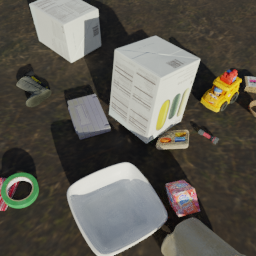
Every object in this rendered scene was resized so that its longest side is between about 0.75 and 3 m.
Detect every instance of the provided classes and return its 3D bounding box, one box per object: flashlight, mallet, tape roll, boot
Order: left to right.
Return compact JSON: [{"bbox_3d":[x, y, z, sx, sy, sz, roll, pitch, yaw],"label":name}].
[{"bbox_3d":[-3.708,2.140,9.642,1.200,0.288,1.200,6,55,-8],"label":"tape roll"},{"bbox_3d":[-4.501,-1.702,12.747,1.603,0.581,1.457,33,43,16],"label":"boot"},{"bbox_3d":[-4.391,-2.191,13.363,0.524,0.327,1.590,-37,63,-26],"label":"mallet"},{"bbox_3d":[3.220,0.332,11.263,0.847,0.287,0.288,33,56,23],"label":"flashlight"}]

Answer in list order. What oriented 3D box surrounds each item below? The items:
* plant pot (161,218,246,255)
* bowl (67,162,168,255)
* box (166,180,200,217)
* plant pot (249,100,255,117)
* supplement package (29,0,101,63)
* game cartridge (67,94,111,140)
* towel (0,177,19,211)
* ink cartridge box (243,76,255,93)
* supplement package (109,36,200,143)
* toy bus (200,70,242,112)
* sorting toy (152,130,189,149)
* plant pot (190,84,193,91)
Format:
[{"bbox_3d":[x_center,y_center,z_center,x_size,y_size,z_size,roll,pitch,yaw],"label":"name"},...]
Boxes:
[{"bbox_3d":[2.034,3.647,7.586,2.152,2.152,1.970,-26,44,-20],"label":"plant pot"},{"bbox_3d":[-0.407,2.566,8.844,2.595,0.970,2.599,-20,55,-25],"label":"bowl"},{"bbox_3d":[1.686,2.173,8.859,0.680,1.436,0.737,-14,89,-2],"label":"box"},{"bbox_3d":[5.632,-0.747,12.063,0.902,0.416,0.902,0,51,0],"label":"plant pot"},{"bbox_3d":[-3.208,-5.363,14.696,2.886,2.190,2.174,37,59,26],"label":"supplement package"},{"bbox_3d":[-1.713,-0.518,11.925,1.382,0.409,2.132,-18,53,-10],"label":"game cartridge"},{"bbox_3d":[-4.810,2.206,9.785,1.639,0.184,1.185,8,52,7],"label":"towel"},{"bbox_3d":[5.939,-2.038,13.170,0.930,0.349,0.766,6,52,6],"label":"ink cartridge box"},{"bbox_3d":[0.893,-1.508,10.778,2.254,2.971,2.238,-30,55,-35],"label":"supplement package"},{"bbox_3d":[4.107,-1.738,12.123,1.679,1.611,1.139,-36,60,-24],"label":"toy bus"},{"bbox_3d":[1.467,0.408,10.866,1.735,0.255,1.283,-4,25,15],"label":"sorting toy"},{"bbox_3d":[1.878,-2.259,12.674,1.608,1.604,1.426,-36,47,-26],"label":"plant pot"}]
